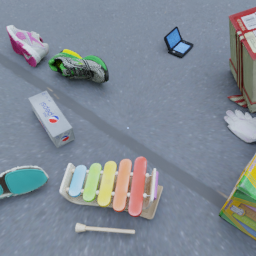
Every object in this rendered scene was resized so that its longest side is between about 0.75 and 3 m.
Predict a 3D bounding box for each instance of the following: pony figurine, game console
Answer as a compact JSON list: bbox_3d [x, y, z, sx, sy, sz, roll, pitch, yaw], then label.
[{"bbox_3d":[4.368,-0.113,8.168,2.393,1.993,2.310,-15,61,-30],"label":"pony figurine"},{"bbox_3d":[2.076,-3.489,11.354,0.941,0.622,1.069,30,58,22],"label":"game console"}]

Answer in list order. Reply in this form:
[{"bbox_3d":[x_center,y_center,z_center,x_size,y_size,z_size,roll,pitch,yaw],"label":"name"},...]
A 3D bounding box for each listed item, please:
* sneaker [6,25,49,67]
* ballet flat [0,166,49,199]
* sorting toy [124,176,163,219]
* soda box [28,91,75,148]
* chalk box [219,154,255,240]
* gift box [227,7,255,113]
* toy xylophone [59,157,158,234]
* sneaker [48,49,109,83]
[{"bbox_3d":[-3.962,-3.377,11.153,1.008,0.930,2.286,-37,69,-26],"label":"sneaker"},{"bbox_3d":[-3.273,1.452,7.438,2.203,0.790,0.790,-16,53,-18],"label":"ballet flat"},{"bbox_3d":[0.303,1.846,7.467,1.061,0.194,0.982,13,53,16],"label":"sorting toy"},{"bbox_3d":[-2.428,-0.305,8.859,0.659,0.613,1.932,-29,57,-21],"label":"soda box"},{"bbox_3d":[3.867,1.894,6.444,2.735,1.693,1.701,30,58,22],"label":"chalk box"},{"bbox_3d":[4.581,-2.284,9.169,2.926,2.732,2.700,-12,52,16],"label":"gift box"},{"bbox_3d":[-0.466,1.686,7.145,2.555,0.642,1.871,-5,50,6],"label":"toy xylophone"},{"bbox_3d":[-1.751,-2.047,10.002,2.457,0.959,1.046,19,44,24],"label":"sneaker"}]
